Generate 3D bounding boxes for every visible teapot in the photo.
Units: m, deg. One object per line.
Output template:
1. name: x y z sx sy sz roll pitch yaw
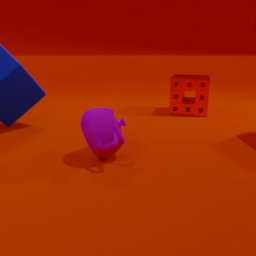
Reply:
1. teapot: -0.428 0.019 5.509 0.796 1.011 1.627 -25 25 2

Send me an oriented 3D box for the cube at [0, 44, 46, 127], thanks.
1. cube: -3.291 -1.140 7.338 1.350 1.350 1.350 -44 60 -10

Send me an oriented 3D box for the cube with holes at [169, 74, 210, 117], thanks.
1. cube with holes: 2.084 -1.137 9.454 1.212 1.212 1.212 4 16 14
